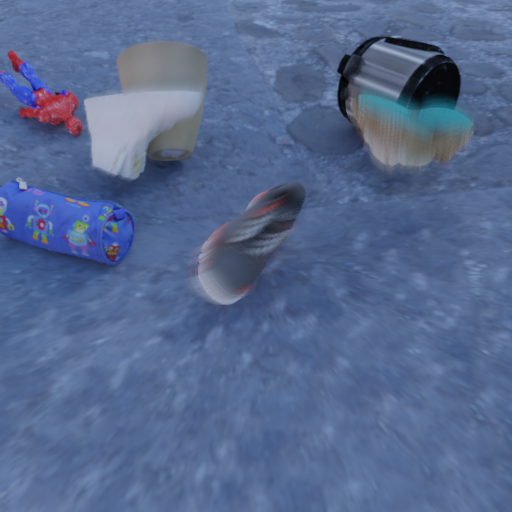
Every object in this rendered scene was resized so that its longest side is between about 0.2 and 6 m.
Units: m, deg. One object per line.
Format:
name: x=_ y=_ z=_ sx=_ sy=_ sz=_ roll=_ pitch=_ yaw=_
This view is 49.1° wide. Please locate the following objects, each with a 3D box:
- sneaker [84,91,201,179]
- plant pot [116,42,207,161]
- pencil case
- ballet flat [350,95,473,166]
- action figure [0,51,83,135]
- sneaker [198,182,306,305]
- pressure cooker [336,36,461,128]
sneaker: x=-1.860 y=-2.003 z=9.368 sx=2.449 sy=1.415 sz=0.902 roll=4 pitch=11 yaw=36
plant pot: x=-1.671 y=-2.752 z=10.442 sx=1.684 sy=1.798 sz=1.684 roll=-6 pitch=-5 yaw=-1
pencil case: x=-2.948 y=-0.549 z=8.457 sx=2.210 sy=0.960 sz=0.862 roll=14 pitch=21 yaw=16
ballet flat: x=2.315 y=-1.777 z=8.468 sx=2.838 sy=0.926 sz=1.001 roll=-4 pitch=42 yaw=-40
action figure: x=-4.721 y=-3.452 z=12.186 sx=1.058 sy=0.836 sz=3.234 roll=-34 pitch=55 yaw=-28
sneaker: x=-0.002 y=-0.328 z=7.672 sx=0.866 sy=0.920 sz=2.247 roll=40 pitch=51 yaw=-10
pressure cooker: x=2.653 y=-3.308 z=11.131 sx=1.919 sy=1.889 sz=2.148 roll=-36 pitch=49 yaw=-20
